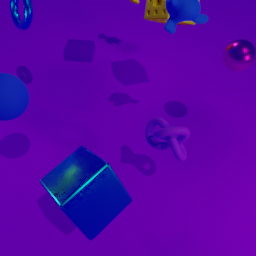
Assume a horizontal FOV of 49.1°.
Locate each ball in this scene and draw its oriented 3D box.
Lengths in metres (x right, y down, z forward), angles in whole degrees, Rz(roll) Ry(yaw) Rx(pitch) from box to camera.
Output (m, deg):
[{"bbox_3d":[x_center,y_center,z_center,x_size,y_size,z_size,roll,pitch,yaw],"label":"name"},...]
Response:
[{"bbox_3d":[2.482,-1.614,6.244,0.712,0.712,0.712,0,49,0],"label":"ball"},{"bbox_3d":[-2.258,-0.563,5.105,0.865,0.865,0.865,0,49,0],"label":"ball"}]

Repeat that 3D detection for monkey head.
[{"bbox_3d":[1.052,-2.259,5.514,0.627,1.040,0.749,18,86,58],"label":"monkey head"}]

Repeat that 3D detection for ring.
[{"bbox_3d":[-2.720,-3.029,7.119,0.211,1.057,1.057,-16,48,-41],"label":"ring"}]

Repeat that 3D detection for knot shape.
[{"bbox_3d":[0.794,0.185,5.931,1.042,1.113,0.514,26,68,35],"label":"knot shape"}]

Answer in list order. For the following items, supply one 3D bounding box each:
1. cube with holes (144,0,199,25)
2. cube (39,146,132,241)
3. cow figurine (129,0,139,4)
[{"bbox_3d":[1.125,-3.193,7.128,0.945,0.945,0.945,-3,18,-34],"label":"cube with holes"},{"bbox_3d":[-0.602,0.903,4.039,0.822,0.822,0.822,-41,34,-19],"label":"cube"},{"bbox_3d":[-0.008,-4.582,9.366,0.862,0.876,0.481,37,90,40],"label":"cow figurine"}]
